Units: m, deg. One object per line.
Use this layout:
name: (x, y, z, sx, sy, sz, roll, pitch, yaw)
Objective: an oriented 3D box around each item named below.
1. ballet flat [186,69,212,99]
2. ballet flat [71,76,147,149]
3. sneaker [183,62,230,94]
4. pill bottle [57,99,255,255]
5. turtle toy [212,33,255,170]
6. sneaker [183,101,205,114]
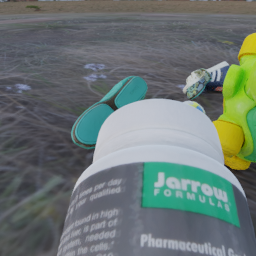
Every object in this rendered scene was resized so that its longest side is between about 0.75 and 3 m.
ballet flat: (2.016, -1.365, 8.292, 0.638, 0.638, 1.719, 12, 28, 23)
ballet flat: (-0.448, -0.295, 6.510, 2.537, 0.854, 0.893, -48, 10, -36)
sneaker: (2.830, -1.502, 9.447, 2.073, 0.777, 0.876, -29, 76, -19)
pill bottle: (0.213, 1.158, 2.172, 1.585, 1.585, 2.802, 2, 46, 4)
turtle toy: (2.345, -0.366, 4.502, 1.503, 2.166, 2.973, 18, -8, 34)
sneaker: (1.277, 0.220, 5.832, 1.359, 0.980, 2.588, 40, 34, 23)
